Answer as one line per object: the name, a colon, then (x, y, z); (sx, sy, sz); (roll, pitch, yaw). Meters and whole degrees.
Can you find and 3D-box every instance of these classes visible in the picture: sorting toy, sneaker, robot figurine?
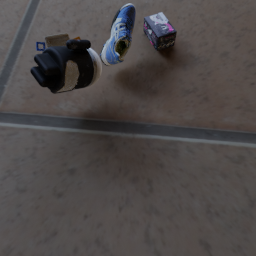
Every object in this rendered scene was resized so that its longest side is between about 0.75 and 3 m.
sorting toy: (-2.035, -2.389, 8.425); (1.437, 0.196, 0.809); (-19, 96, -26)
sneaker: (-0.117, -2.650, 8.030); (0.728, 0.716, 1.891); (16, 87, 48)
robot figurine: (-1.473, -1.487, 6.930); (1.752, 1.317, 1.093); (-19, 100, -45)

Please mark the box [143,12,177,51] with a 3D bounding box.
box: (0.995, -3.054, 8.820); (0.669, 0.581, 1.013); (-21, 63, -11)
